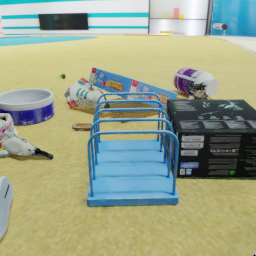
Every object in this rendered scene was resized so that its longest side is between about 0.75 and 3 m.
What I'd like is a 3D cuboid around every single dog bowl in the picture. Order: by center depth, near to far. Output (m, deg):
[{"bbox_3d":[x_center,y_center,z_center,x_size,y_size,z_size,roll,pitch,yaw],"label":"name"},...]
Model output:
[{"bbox_3d":[-4.098,-0.889,11.277,2.206,0.869,2.206,0,23,0],"label":"dog bowl"}]

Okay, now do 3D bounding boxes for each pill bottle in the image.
[{"bbox_3d":[3.357,-2.237,13.917,1.250,1.250,2.224,-14,27,-28],"label":"pill bottle"}]

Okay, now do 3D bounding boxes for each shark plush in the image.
[{"bbox_3d":[-3.053,0.514,8.439,1.856,0.843,0.773,2,-8,16],"label":"shark plush"}]

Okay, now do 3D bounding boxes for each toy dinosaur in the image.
[{"bbox_3d":[2.808,-1.197,11.959,2.157,1.102,1.464,29,47,11],"label":"toy dinosaur"}]

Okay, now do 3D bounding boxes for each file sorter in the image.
[{"bbox_3d":[0.059,0.343,7.264,2.060,1.822,2.969,-1,24,-1],"label":"file sorter"}]

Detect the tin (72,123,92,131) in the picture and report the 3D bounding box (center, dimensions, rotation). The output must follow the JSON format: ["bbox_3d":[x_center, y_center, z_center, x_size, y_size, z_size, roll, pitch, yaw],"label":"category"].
[{"bbox_3d":[-1.655,-0.028,10.217,0.761,0.159,0.426,2,19,5],"label":"tin"}]

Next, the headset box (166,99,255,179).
[{"bbox_3d":[2.484,0.124,8.302,2.568,1.368,2.949,0,23,1],"label":"headset box"}]

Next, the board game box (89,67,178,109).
[{"bbox_3d":[0.200,-1.695,12.056,2.794,0.781,2.736,9,13,-42],"label":"board game box"}]

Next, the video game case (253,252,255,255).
[{"bbox_3d":[3.285,2.253,4.603,1.855,0.421,1.681,22,32,40],"label":"video game case"}]

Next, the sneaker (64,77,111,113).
[{"bbox_3d":[-1.843,-1.167,12.143,1.338,1.007,2.861,-36,44,-12],"label":"sneaker"}]

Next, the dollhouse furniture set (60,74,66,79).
[{"bbox_3d":[-4.081,-3.316,17.568,0.418,0.323,0.836,-5,24,-12],"label":"dollhouse furniture set"}]

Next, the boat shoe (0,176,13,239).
[{"bbox_3d":[-2.844,1.723,5.697,0.626,0.727,2.019,-25,21,-2],"label":"boat shoe"}]

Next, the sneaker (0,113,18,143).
[{"bbox_3d":[-4.341,0.162,8.724,0.892,0.968,2.194,4,24,8],"label":"sneaker"}]
